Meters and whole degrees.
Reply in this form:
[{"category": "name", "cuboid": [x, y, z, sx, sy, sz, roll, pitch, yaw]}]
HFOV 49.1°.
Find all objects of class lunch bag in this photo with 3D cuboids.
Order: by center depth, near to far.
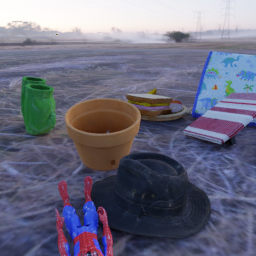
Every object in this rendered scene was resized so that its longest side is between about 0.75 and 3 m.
[{"category": "lunch bag", "cuboid": [3.780, -1.251, 10.029, 2.395, 1.795, 2.817, 10, 51, 23]}]

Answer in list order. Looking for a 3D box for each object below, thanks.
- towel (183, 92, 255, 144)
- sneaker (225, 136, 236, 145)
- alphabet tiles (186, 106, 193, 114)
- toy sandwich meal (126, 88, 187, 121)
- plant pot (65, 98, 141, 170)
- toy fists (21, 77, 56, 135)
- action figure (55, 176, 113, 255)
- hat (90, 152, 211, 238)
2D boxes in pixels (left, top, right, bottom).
[{"category": "towel", "cuboid": [2.911, -0.336, 8.052, 2.314, 0.263, 1.667, -35, 21, -17]}, {"category": "sneaker", "cuboid": [2.588, 0.191, 8.019, 0.612, 0.530, 1.399, -20, 19, 5]}, {"category": "alphabet tiles", "cuboid": [2.659, -0.673, 10.939, 0.897, 0.034, 1.078, 8, 21, 22]}, {"category": "toy sandwich meal", "cuboid": [1.007, -0.953, 10.461, 2.540, 0.870, 2.540, 0, 19, 0]}, {"category": "plant pot", "cuboid": [-0.553, 0.183, 6.486, 1.666, 1.166, 1.666, 0, 32, 0]}, {"category": "toy fists", "cuboid": [-2.861, -0.708, 8.933, 0.998, 1.480, 2.903, 2, 17, -26]}, {"category": "action figure", "cuboid": [-0.654, 1.463, 4.049, 0.739, 0.584, 2.258, -3, 26, -16]}, {"category": "hat", "cuboid": [0.366, 0.960, 5.004, 2.249, 0.907, 2.249, 0, 20, 0]}]
